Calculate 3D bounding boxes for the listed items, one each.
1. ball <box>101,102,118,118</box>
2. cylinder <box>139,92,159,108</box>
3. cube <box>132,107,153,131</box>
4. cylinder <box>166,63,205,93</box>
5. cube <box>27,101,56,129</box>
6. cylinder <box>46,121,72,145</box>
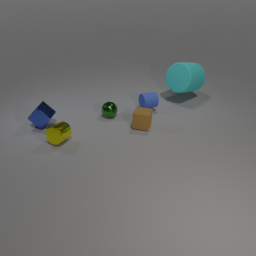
[{"bbox_3d":[-0.808,-0.802,12.231,0.700,0.700,0.700,0,30,0],"label":"ball"},{"bbox_3d":[0.934,-1.258,12.710,0.700,0.700,0.700,-10,31,-21],"label":"cylinder"},{"bbox_3d":[0.588,-0.382,11.453,0.700,0.700,0.700,9,28,11],"label":"cube"},{"bbox_3d":[2.768,-2.425,13.476,1.400,1.400,1.400,25,25,37],"label":"cylinder"},{"bbox_3d":[-3.510,-0.524,11.433,0.700,0.700,0.700,41,29,-15],"label":"cube"},{"bbox_3d":[-2.573,0.178,10.419,0.700,0.700,0.700,11,22,19],"label":"cylinder"}]
